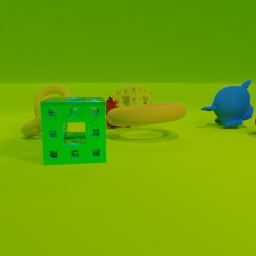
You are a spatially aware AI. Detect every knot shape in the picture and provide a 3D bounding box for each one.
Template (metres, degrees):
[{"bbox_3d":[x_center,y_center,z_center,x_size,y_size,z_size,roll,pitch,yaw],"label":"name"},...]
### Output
[{"bbox_3d":[-1.927,-0.306,6.737,0.719,1.556,1.456,30,4,-31],"label":"knot shape"}]

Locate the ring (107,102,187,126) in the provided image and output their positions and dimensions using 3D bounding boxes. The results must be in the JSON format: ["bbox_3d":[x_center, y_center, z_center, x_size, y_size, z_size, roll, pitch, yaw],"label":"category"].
[{"bbox_3d":[0.452,-0.358,6.945,1.968,0.394,1.968,-6,7,1],"label":"ring"}]

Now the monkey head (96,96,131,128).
[{"bbox_3d":[-0.468,-0.503,8.334,1.308,0.941,0.788,38,28,22],"label":"monkey head"}]

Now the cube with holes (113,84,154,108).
[{"bbox_3d":[0.192,-0.791,9.060,0.941,0.941,0.941,-6,-8,37],"label":"cube with holes"}]

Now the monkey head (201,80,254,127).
[{"bbox_3d":[3.011,-0.660,8.478,1.907,1.149,1.372,-30,5,-16],"label":"monkey head"}]

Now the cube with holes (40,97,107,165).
[{"bbox_3d":[-0.981,-0.004,5.248,1.075,1.075,1.075,-1,10,-8],"label":"cube with holes"}]
